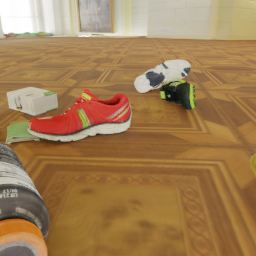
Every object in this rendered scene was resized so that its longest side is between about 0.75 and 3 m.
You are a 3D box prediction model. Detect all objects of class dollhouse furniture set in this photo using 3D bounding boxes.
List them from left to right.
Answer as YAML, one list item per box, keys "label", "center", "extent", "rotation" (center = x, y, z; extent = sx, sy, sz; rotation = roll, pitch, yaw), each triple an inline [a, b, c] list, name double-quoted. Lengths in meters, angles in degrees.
- label: "dollhouse furniture set"
  center: [-3.431, -0.114, 7.399]
  extent: [2.128, 0.821, 1.063]
  rotation: [-7, 23, -16]

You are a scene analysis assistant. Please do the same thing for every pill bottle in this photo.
- label: "pill bottle"
  center: [-1.842, 1.108, 3.826]
  extent: [1.225, 1.225, 2.306]
  rotation: [-13, 25, -29]

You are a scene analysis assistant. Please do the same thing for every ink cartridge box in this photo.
- label: "ink cartridge box"
  center: [-3.337, -0.967, 9.792]
  extent: [1.436, 0.603, 1.040]
  rotation: [15, 26, 32]

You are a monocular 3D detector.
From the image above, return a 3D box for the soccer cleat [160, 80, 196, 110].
- label: "soccer cleat"
  center: [1.775, -1.205, 10.169]
  extent: [1.148, 0.956, 2.833]
  rotation: [-8, 15, 5]

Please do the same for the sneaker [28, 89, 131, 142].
- label: "sneaker"
  center: [-1.276, -0.434, 7.637]
  extent: [2.890, 1.227, 1.113]
  rotation: [-11, 24, -25]

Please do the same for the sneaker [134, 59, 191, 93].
- label: "sneaker"
  center: [1.490, -2.304, 12.118]
  extent: [2.403, 0.959, 1.564]
  rotation: [-27, 11, 16]

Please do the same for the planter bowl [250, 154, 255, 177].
- label: "planter bowl"
  center: [2.903, 1.016, 4.785]
  extent: [1.640, 0.683, 1.640]
  rotation: [0, 22, 0]
